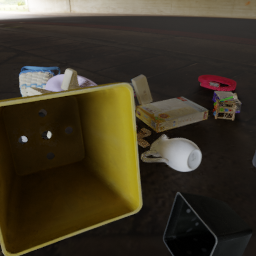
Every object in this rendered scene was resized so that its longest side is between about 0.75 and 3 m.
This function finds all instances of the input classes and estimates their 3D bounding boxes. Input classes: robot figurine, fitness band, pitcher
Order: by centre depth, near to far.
[{"bbox_3d":[1.195,0.764,7.898,1.259,0.889,1.467,-30,28,-27],"label":"pitcher"},{"bbox_3d":[-3.603,-0.099,9.127,1.816,1.365,1.133,-7,46,-12],"label":"robot figurine"},{"bbox_3d":[4.549,-2.326,14.367,1.398,0.364,1.947,-20,34,-38],"label":"fitness band"}]

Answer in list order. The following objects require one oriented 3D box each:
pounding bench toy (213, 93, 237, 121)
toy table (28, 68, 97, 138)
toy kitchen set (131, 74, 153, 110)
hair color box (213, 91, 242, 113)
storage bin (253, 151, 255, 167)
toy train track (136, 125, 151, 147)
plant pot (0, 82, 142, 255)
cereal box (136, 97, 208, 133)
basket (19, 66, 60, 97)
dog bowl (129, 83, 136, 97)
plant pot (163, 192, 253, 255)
[{"bbox_3d":[3.742,-0.889,10.836,0.776,0.995,0.618,6,28,11],"label":"pounding bench toy"},{"bbox_3d":[-2.025,-0.880,9.654,2.627,2.415,1.538,13,16,14],"label":"toy table"},{"bbox_3d":[-0.287,-1.355,11.040,1.889,1.113,1.513,-28,33,-12],"label":"toy kitchen set"},{"bbox_3d":[4.170,-1.122,11.867,0.780,0.462,1.427,3,25,1],"label":"hair color box"},{"bbox_3d":[4.336,0.664,6.416,1.916,2.633,1.769,1,39,1],"label":"storage bin"},{"bbox_3d":[-0.170,0.338,9.133,2.273,0.370,1.304,-20,33,-33],"label":"toy train track"},{"bbox_3d":[-1.639,0.477,6.467,2.942,2.942,2.595,-13,19,-22],"label":"plant pot"},{"bbox_3d":[1.672,-0.585,10.824,2.303,0.455,1.657,-13,30,-23],"label":"cereal box"},{"bbox_3d":[-4.012,-2.080,12.530,1.736,1.369,1.969,0,54,-3],"label":"basket"},{"bbox_3d":[-0.004,-1.766,13.177,1.107,0.408,1.107,1,28,0],"label":"dog bowl"},{"bbox_3d":[1.512,1.997,5.196,1.079,1.217,1.214,2,24,-24],"label":"plant pot"}]
